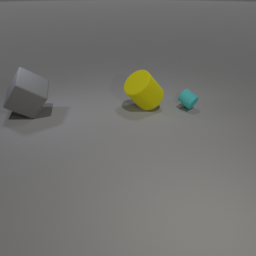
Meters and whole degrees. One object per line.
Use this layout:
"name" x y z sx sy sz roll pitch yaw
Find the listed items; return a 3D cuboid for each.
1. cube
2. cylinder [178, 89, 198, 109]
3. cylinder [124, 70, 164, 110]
"cube" -4.485 -1.536 12.425 1.400 1.400 1.400 23 37 -31
"cylinder" 2.865 -1.390 13.339 0.700 0.700 0.700 44 46 20
"cylinder" 0.747 -1.761 13.161 1.400 1.400 1.400 -20 51 27
